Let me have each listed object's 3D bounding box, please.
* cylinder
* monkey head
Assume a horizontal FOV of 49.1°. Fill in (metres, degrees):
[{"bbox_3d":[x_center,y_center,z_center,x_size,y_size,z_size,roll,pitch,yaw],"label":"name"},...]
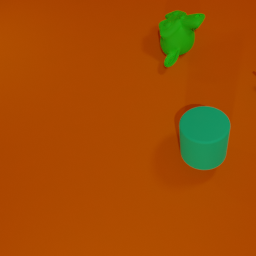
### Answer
[{"bbox_3d":[1.708,0.234,6.328,1.057,1.057,1.057,-7,49,8],"label":"cylinder"},{"bbox_3d":[1.485,-2.486,7.436,1.300,1.089,1.807,10,56,41],"label":"monkey head"}]
